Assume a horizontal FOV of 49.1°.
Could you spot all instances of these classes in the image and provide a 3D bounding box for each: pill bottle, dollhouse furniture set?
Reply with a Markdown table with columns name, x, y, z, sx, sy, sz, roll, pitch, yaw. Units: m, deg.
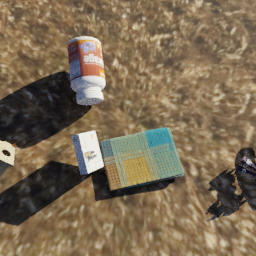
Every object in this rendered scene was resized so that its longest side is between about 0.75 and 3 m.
| name | x | y | z | sx | sy | sz | roll | pitch | yaw |
| --- | --- | --- | --- | --- | --- | --- | --- | --- | --- |
| pill bottle | -1.090 | -1.487 | 7.457 | 0.918 | 0.918 | 1.637 | -7 | 81 | -3 |
| dollhouse furniture set | -3.198 | 0.738 | 5.890 | 1.183 | 1.046 | 0.658 | -44 | 35 | 14 |

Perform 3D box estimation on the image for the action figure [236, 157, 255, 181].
| name | x | y | z | sx | sy | sz | roll | pitch | yaw |
| --- | --- | --- | --- | --- | --- | --- | --- | --- | --- |
| action figure | 3.104 | 1.078 | 6.675 | 0.932 | 0.607 | 0.323 | 34 | 28 | 25 |

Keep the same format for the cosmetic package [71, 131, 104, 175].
| name | x | y | z | sx | sy | sz | roll | pitch | yaw |
| --- | --- | --- | --- | --- | --- | --- | --- | --- | --- |
| cosmetic package | -0.942 | 0.564 | 6.629 | 0.239 | 0.696 | 0.924 | -13 | 91 | 25 |

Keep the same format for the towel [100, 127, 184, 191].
| name | x | y | z | sx | sy | sz | roll | pitch | yaw |
| --- | --- | --- | --- | --- | --- | --- | --- | --- | --- |
| towel | 0.323 | 0.753 | 7.013 | 1.850 | 0.201 | 1.357 | -12 | 67 | -3 |
